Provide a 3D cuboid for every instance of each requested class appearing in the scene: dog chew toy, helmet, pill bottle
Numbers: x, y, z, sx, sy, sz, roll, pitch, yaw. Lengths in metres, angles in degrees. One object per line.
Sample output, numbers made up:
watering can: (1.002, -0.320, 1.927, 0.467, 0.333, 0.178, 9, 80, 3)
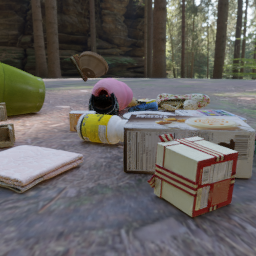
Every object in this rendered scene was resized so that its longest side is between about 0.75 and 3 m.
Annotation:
dog chew toy: (-0.632, -1.651, 14.451, 1.779, 1.779, 2.857, 6, 10, 25)
helmet: (-0.986, -0.808, 11.438, 1.382, 1.382, 1.317, -1, -19, -3)
pill bottle: (-0.721, 0.027, 8.837, 1.590, 0.894, 0.894, 5, 14, 23)

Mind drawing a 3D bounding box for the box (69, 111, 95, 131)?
box: (-1.701, -0.267, 10.540, 0.919, 0.700, 0.489, 0, 13, 4)

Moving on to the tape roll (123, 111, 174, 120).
tape roll: (0.784, -0.151, 10.176, 1.948, 0.644, 1.948, -1, 12, 0)

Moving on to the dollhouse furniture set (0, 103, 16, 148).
dollhouse furniture set: (-4.862, -0.896, 8.233, 2.614, 2.956, 1.643, -7, 15, -27)

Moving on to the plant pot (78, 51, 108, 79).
plant pot: (-1.427, -2.341, 10.916, 1.218, 1.218, 0.562, 6, 57, 26)

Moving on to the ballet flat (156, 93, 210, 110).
ballet flat: (2.802, -1.243, 14.767, 2.904, 1.098, 0.928, 2, 42, 25)

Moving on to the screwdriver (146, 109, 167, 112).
screwdriver: (1.380, -0.770, 13.859, 0.405, 0.388, 2.781, -27, -5, 23)

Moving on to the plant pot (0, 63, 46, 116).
plant pot: (-5.555, -1.744, 13.527, 2.650, 2.752, 2.752, 5, 7, -39)

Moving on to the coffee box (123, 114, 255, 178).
coffee box: (1.376, 0.355, 6.851, 2.815, 1.122, 1.610, 2, 13, 8)

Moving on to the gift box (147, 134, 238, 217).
gift box: (1.081, 0.758, 5.053, 1.264, 1.167, 1.180, -1, 13, -32)

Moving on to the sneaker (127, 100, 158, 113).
sneaker: (0.706, -0.870, 13.780, 1.648, 0.646, 0.543, -15, 2, 32)

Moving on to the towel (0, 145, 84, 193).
towel: (-2.397, 0.847, 6.552, 2.011, 0.324, 1.921, 7, 15, 28)

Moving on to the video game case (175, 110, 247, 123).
video game case: (3.521, -0.474, 12.409, 2.347, 0.296, 2.576, -1, 12, -4)

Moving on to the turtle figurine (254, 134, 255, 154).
turtle figurine: (4.353, 0.108, 7.868, 2.375, 1.196, 1.778, -21, 2, -15)

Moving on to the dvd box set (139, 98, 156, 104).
dvd box set: (1.188, -1.696, 17.875, 1.085, 0.218, 1.482, 7, 14, 32)

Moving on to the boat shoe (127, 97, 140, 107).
boat shoe: (0.242, -1.534, 16.461, 0.661, 0.622, 1.737, 18, 18, 20)

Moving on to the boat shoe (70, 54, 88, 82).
boat shoe: (-2.394, -3.096, 14.357, 0.500, 1.470, 0.529, -32, 8, -17)
